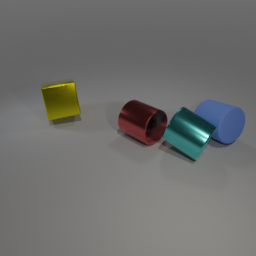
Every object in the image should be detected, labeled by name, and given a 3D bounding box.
[{"bbox_3d":[-2.936,-1.289,12.253,1.400,1.400,1.400,-12,19,-12],"label":"cube"},{"bbox_3d":[3.467,-0.279,10.747,1.400,1.400,1.400,-16,25,-26],"label":"cylinder"},{"bbox_3d":[2.175,0.181,9.841,1.400,1.400,1.400,34,41,18],"label":"cylinder"},{"bbox_3d":[0.572,-0.239,10.867,1.400,1.400,1.400,27,40,37],"label":"cylinder"}]
